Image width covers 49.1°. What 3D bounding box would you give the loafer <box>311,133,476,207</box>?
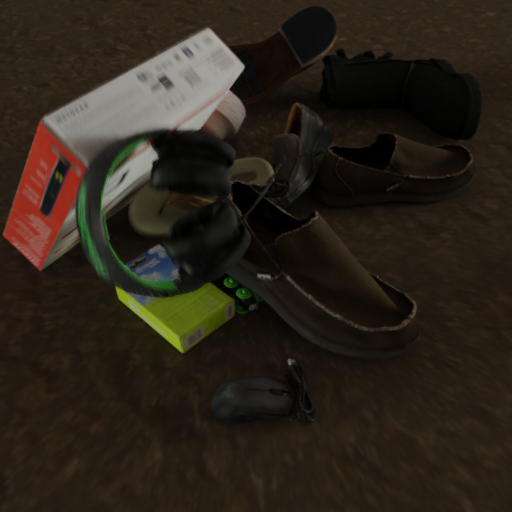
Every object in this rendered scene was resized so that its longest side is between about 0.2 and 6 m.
[{"bbox_3d":[2.384,-1.505,9.351,2.909,1.038,1.062,-10,43,-11],"label":"loafer"}]

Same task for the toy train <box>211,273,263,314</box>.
[{"bbox_3d":[-0.541,0.176,8.006,0.526,0.389,1.866,-24,47,-35],"label":"toy train"}]

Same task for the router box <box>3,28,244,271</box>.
[{"bbox_3d":[-1.923,-1.500,8.064,0.782,2.874,3.202,45,50,-4],"label":"router box"}]

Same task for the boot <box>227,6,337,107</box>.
[{"bbox_3d":[0.099,-3.895,11.975,3.510,1.311,1.701,-24,2,9],"label":"boot"}]

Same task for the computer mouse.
[{"bbox_3d":[0.053,1.585,6.471,1.200,0.316,0.831,-7,43,-8],"label":"computer mouse"}]

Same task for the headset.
[{"bbox_3d":[-0.787,-0.610,6.843,3.019,1.864,1.419,-17,11,-38],"label":"headset"}]

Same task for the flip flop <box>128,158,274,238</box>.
[{"bbox_3d":[-0.846,-1.002,8.566,2.349,0.676,0.953,-18,74,-5],"label":"flip flop"}]

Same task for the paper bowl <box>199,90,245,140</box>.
[{"bbox_3d":[-0.995,-2.614,10.267,1.459,1.459,0.759,19,78,20],"label":"paper bowl"}]

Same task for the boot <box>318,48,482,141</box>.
[{"bbox_3d":[2.698,-3.258,11.184,2.672,1.207,3.261,1,35,-2],"label":"boot"}]

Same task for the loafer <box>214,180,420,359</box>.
[{"bbox_3d":[0.615,0.100,7.187,3.333,1.189,1.217,30,41,18],"label":"loafer"}]

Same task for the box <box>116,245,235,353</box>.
[{"bbox_3d":[-1.162,0.537,7.586,1.568,0.374,0.956,33,52,31],"label":"box"}]

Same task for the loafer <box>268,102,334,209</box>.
[{"bbox_3d":[0.551,-1.659,9.409,0.865,0.859,2.376,-25,29,40],"label":"loafer"}]
